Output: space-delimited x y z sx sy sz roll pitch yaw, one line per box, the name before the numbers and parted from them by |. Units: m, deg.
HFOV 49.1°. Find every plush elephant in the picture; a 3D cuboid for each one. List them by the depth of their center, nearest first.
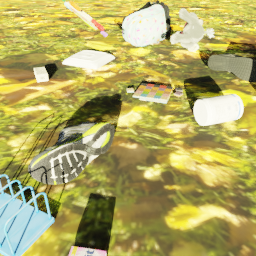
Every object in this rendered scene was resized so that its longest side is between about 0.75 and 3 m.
plush elephant | 2.249 -3.438 10.180 1.508 1.242 1.168 11 3 -7

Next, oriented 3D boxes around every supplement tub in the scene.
supplement tub | 2.870 -0.586 8.902 1.313 0.866 0.866 -10 33 -15

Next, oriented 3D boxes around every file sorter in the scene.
file sorter | -2.368 1.551 5.344 1.487 0.913 1.032 17 36 24

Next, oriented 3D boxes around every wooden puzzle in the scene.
wooden puzzle | 1.015 -1.363 10.860 2.191 0.154 1.299 10 33 16

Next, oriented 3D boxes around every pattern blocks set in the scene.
pattern blocks set | -1.422 -3.624 9.056 1.929 0.156 1.696 39 5 -1

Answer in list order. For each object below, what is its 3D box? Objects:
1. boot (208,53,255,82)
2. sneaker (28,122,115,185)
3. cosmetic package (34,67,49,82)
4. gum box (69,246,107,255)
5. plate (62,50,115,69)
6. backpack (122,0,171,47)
boot | 5.251 -2.966 12.844 2.776 0.940 1.813 28 36 36
sneaker | -1.476 0.536 7.145 1.079 0.985 2.667 12 25 31
cosmetic package | -3.825 -2.362 12.324 0.490 0.346 0.946 -11 32 -18
gum box | -0.738 2.451 4.383 0.605 0.353 1.067 5 32 6
plate | -1.990 -3.588 14.360 2.049 0.331 2.044 13 34 21
backpack | 1.097 -6.028 16.591 2.896 2.417 1.833 -23 33 -17
